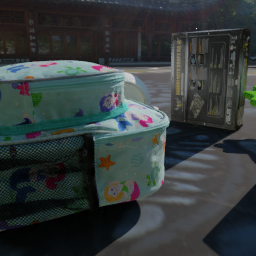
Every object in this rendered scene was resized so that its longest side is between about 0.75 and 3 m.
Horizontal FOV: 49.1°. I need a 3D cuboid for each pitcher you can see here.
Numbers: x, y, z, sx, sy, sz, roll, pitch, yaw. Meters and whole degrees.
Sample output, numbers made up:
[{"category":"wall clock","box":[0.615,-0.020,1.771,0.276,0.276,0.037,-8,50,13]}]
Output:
[{"category":"pitcher","box":[0.020,-0.682,7.983,2.240,1.583,2.611,9,4,-11]}]

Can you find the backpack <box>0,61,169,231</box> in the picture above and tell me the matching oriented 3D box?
[{"category":"backpack","box":[-0.841,0.094,4.000,2.742,2.064,2.434,-1,14,-24]}]

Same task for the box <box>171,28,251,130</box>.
[{"category":"box","box":[2.282,-1.409,8.107,2.119,2.676,0.647,12,21,41]}]

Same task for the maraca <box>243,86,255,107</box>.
[{"category":"maraca","box":[4.400,-0.559,6.878,2.920,1.562,2.002,24,32,37]}]
